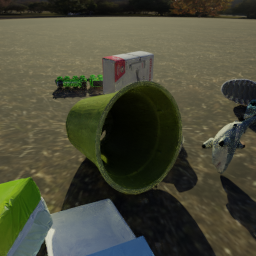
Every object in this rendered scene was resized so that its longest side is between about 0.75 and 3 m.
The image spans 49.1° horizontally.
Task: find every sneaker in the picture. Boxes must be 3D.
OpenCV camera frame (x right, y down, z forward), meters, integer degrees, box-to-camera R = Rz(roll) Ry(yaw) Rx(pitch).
[{"bbox_3d":[4.172,-0.681,9.133,0.497,0.553,1.281,15,30,27],"label":"sneaker"},{"bbox_3d":[4.607,-1.267,10.260,2.449,0.915,1.004,8,11,3],"label":"sneaker"}]

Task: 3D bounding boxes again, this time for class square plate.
[{"bbox_3d":[-0.686,1.693,4.572,1.303,0.185,1.291,-11,21,-21],"label":"square plate"}]

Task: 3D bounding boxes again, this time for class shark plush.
[{"bbox_3d":[2.427,0.269,6.514,1.680,0.700,0.763,-42,6,-30],"label":"shark plush"}]

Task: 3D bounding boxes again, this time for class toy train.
[{"bbox_3d":[-2.030,-1.959,11.930,2.133,0.445,0.602,-5,37,-9],"label":"toy train"}]

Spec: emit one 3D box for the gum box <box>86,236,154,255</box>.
[{"bbox_3d":[-0.417,2.309,3.100,2.129,0.474,1.809,-11,28,-19],"label":"gum box"}]

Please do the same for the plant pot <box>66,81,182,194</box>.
[{"bbox_3d":[-0.320,0.074,6.254,2.227,2.227,2.115,-20,19,-35],"label":"plant pot"}]

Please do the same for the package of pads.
[{"bbox_3d":[-2.310,1.820,3.008,2.116,0.934,2.739,-15,22,16],"label":"package of pads"}]

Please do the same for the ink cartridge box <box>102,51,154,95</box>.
[{"bbox_3d":[0.038,-2.124,11.000,2.034,1.490,0.842,-21,33,-37],"label":"ink cartridge box"}]

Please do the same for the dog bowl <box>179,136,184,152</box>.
[{"bbox_3d":[0.853,0.385,7.212,1.144,0.336,1.144,0,27,0],"label":"dog bowl"}]
